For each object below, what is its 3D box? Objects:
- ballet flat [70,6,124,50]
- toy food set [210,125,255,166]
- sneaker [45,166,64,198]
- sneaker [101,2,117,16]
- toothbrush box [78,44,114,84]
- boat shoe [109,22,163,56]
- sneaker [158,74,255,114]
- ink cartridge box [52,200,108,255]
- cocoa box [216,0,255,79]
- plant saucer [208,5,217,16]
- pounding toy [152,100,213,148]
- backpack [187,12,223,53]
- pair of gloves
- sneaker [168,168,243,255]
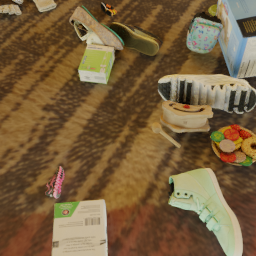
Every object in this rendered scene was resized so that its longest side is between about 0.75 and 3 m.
[{"bbox_3d":[-1.233,-3.421,10.211,0.935,0.946,2.779,-42,59,-1],"label":"ballet flat"},{"bbox_3d":[3.029,0.463,7.803,1.365,0.335,1.379,-25,54,-12],"label":"toy food set"},{"bbox_3d":[-1.935,1.400,7.327,0.414,0.343,0.867,-2,55,12],"label":"sneaker"},{"bbox_3d":[-0.787,-4.859,11.405,0.362,0.282,0.805,-30,66,-26],"label":"sneaker"},{"bbox_3d":[-1.042,-2.176,9.474,0.930,0.550,1.278,8,58,6],"label":"toothbrush box"},{"bbox_3d":[0.290,-3.293,10.144,2.108,0.753,0.693,31,51,20],"label":"boat shoe"},{"bbox_3d":[2.382,-1.183,8.669,2.910,1.094,1.180,9,39,8],"label":"sneaker"},{"bbox_3d":[-1.064,2.535,6.343,1.169,0.673,1.602,-3,57,-2],"label":"ink cartridge box"},{"bbox_3d":[4.160,-3.332,9.354,1.838,1.868,2.802,-7,57,5],"label":"cocoa box"},{"bbox_3d":[3.691,-4.827,11.456,0.771,0.120,0.771,0,56,0],"label":"plant saucer"},{"bbox_3d":[1.506,-0.144,8.215,1.860,1.067,1.063,-2,28,-12],"label":"pounding toy"},{"bbox_3d":[2.565,-3.157,9.564,1.064,1.199,0.903,15,50,-3],"label":"backpack"},{"bbox_3d":[-4.360,-5.516,11.722,2.451,0.430,2.084,-15,58,-10],"label":"pair of gloves"},{"bbox_3d":[1.672,2.020,6.576,1.324,0.826,2.244,-6,47,-11],"label":"sneaker"}]
